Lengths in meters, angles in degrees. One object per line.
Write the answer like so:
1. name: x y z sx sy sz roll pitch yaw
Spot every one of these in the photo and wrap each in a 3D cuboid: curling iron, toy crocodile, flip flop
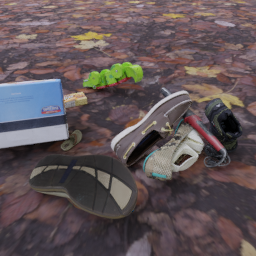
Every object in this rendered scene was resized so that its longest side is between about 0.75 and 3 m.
1. curling iron: 1.639 -0.101 7.412 0.361 0.699 2.821 -6 51 -40
2. toy crocodile: -0.613 -1.888 10.551 2.627 0.811 0.887 -10 10 33
3. flip flop: -1.594 0.330 7.958 0.342 0.243 0.844 34 44 9
4. flip flop: -0.985 1.245 6.003 2.971 0.855 1.205 1 47 37

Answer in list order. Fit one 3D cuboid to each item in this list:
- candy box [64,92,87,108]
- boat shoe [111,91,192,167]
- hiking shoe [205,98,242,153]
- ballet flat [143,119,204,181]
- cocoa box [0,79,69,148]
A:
1. candy box: -2.007 -1.002 10.102 0.950 0.263 0.548 -14 36 -20
2. boat shoe: 0.695 0.030 7.128 2.432 0.874 0.724 -37 54 4
3. hiking shoe: 2.476 0.126 7.065 0.674 1.778 0.895 -32 35 3
4. ballet flat: 1.356 0.558 7.076 0.954 0.860 2.534 14 33 29
5. cocoa box: -2.927 -0.447 7.642 2.396 1.572 1.598 -8 13 -11
